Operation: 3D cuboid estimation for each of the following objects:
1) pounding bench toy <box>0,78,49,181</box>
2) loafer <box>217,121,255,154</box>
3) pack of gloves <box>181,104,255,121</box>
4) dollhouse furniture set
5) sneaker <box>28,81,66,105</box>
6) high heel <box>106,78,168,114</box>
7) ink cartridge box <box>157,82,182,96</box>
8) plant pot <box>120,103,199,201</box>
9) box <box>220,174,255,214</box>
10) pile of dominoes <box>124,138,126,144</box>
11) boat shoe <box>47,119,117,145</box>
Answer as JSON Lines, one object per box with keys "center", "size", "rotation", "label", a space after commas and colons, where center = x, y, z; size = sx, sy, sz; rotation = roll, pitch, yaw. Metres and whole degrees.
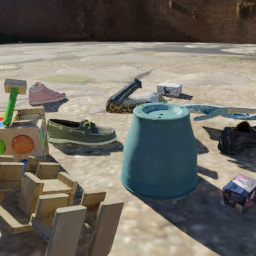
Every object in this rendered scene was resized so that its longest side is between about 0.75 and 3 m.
{"center": [-2.888, 0.042, 7.034], "size": [1.445, 2.326, 1.814], "rotation": [-4, 21, -10], "label": "pounding bench toy"}
{"center": [3.711, 0.165, 8.793], "size": [2.211, 0.799, 0.805], "rotation": [-15, 26, -37], "label": "loafer"}
{"center": [3.097, -0.357, 9.364], "size": [2.621, 0.517, 2.202], "rotation": [7, -3, 25], "label": "pack of gloves"}
{"center": [-1.953, 1.694, 4.593], "size": [2.440, 1.849, 2.784], "rotation": [19, 6, 40], "label": "dollhouse furniture set"}
{"center": [-3.887, -1.780, 13.519], "size": [1.921, 1.004, 0.723], "rotation": [-16, 24, -37], "label": "sneaker"}
{"center": [0.460, -0.611, 10.100], "size": [1.732, 2.429, 0.867], "rotation": [-34, 34, 34], "label": "high heel"}
{"center": [2.220, -2.091, 14.970], "size": [1.169, 0.489, 0.848], "rotation": [10, 24, 24], "label": "ink cartridge box"}
{"center": [0.786, 0.412, 6.771], "size": [1.955, 1.837, 1.955], "rotation": [0, 21, 0], "label": "plant pot"}
{"center": [2.455, 1.405, 6.111], "size": [0.803, 0.461, 0.530], "rotation": [-20, 29, -41], "label": "box"}
{"center": [0.403, 0.495, 8.993], "size": [1.071, 0.171, 0.835], "rotation": [-8, 22, 3], "label": "pile of dominoes"}
{"center": [-1.524, 0.080, 9.149], "size": [2.351, 0.703, 0.840], "rotation": [2, 22, 6], "label": "boat shoe"}
